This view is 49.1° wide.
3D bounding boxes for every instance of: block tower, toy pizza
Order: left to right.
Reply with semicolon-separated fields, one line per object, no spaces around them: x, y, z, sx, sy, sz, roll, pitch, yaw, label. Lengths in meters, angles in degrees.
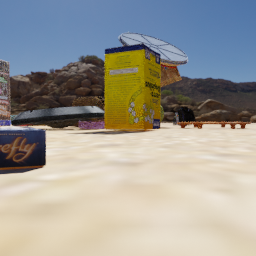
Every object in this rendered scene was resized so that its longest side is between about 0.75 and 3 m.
0.894;-1.839;10.969;2.261;0.654;0.611;-21;-15;12;block tower
0.915;-2.846;10.373;2.711;0.429;2.711;14;32;-9;toy pizza

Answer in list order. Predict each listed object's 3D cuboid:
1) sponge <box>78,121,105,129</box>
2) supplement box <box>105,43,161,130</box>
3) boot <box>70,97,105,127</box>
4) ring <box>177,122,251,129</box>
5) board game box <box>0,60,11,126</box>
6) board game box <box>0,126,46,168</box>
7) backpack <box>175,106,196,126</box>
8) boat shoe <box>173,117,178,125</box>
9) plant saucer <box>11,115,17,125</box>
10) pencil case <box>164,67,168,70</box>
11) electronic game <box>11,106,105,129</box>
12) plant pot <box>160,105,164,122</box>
-0.819;-0.092;7.768;0.766;0.205;1.373;-1;2;6;sponge
0.119;-0.796;5.940;0.921;1.681;0.915;1;1;28;supplement box
-0.850;-0.552;9.393;2.892;1.091;1.065;2;0;32;boot
2.452;-0.084;8.132;2.056;0.197;2.056;-1;2;0;ring
-4.904;-1.117;9.155;1.743;2.186;1.059;0;1;17;board game box
-0.753;0.069;1.363;0.581;0.148;0.858;0;1;-25;board game box
2.579;-0.455;12.475;0.856;0.898;0.692;3;-14;-34;backpack
3.026;-0.427;15.450;1.624;0.555;0.600;-1;2;-40;boat shoe
-5.374;-0.315;11.756;2.596;0.356;2.596;-2;4;0;plant saucer
1.071;-2.571;12.448;2.055;0.802;0.893;1;-31;-16;pencil case
-1.702;-0.227;7.092;2.331;0.485;2.331;-5;2;0;electronic game
1.077;-0.651;14.472;1.304;1.304;1.199;0;13;22;plant pot
